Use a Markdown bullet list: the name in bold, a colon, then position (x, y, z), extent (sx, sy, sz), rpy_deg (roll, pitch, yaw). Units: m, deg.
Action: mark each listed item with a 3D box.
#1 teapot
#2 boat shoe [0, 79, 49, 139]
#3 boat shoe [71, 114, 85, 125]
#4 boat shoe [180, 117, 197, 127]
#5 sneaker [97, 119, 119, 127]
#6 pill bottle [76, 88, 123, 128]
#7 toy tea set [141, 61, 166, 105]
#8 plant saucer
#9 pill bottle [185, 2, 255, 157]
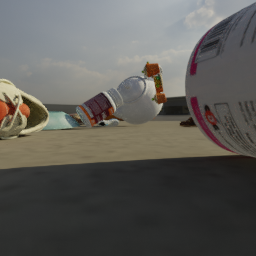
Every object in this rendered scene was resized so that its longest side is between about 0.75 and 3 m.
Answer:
- **teapot**: position (0.400, -1.673, 14.158), extent (2.724, 2.760, 2.016), rpy_deg (-6, -32, 23)
- **boat shoe**: position (-2.080, -0.286, 4.654), extent (0.931, 1.059, 2.976), rpy_deg (2, -3, -4)
- **boat shoe**: position (-3.142, -0.527, 17.000), extent (1.886, 0.677, 0.714), rpy_deg (0, 2, 11)
- **boat shoe**: position (2.891, -0.277, 12.367), extent (1.357, 0.477, 0.478), rpy_deg (0, 3, 41)
- **sneaker**: position (-0.863, -0.170, 12.087), extent (0.988, 0.370, 0.428), rpy_deg (-3, 15, -5)
- **pill bottle**: position (-0.979, -0.735, 9.865), extent (1.514, 0.864, 0.864), rpy_deg (-34, 12, -15)
- **toy tea set**: position (1.028, -1.824, 11.524), extent (0.753, 1.210, 2.034), rpy_deg (-11, 41, 5)
- **plant saucer**: position (-3.001, -0.294, 9.591), extent (2.696, 0.519, 2.696), rpy_deg (0, 6, 0)
- **pill bottle**: position (1.374, -0.343, 1.572), extent (1.248, 1.248, 2.202), rpy_deg (-1, 2, -17)
